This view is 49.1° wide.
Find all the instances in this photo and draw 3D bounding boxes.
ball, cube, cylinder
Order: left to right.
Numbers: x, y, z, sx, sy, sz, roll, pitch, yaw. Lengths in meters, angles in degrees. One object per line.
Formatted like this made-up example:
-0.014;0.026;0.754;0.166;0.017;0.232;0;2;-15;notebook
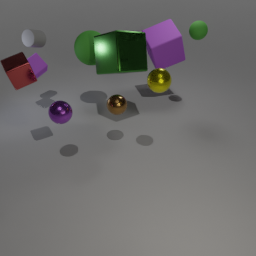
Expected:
-3.234;-1.694;8.321;0.700;0.700;0.700;-28;53;-14;cube
-3.858;-3.679;11.517;0.700;0.700;0.700;14;19;22;cylinder
-3.847;-2.552;11.649;0.700;0.700;0.700;-44;7;-18;cube
-1.995;-0.464;8.281;0.700;0.700;0.700;0;31;0;ball
-1.526;-3.311;11.616;1.400;1.400;1.400;0;31;0;ball
-0.375;-0.792;9.513;0.700;0.700;0.700;0;31;0;ball
-0.269;-2.734;10.318;1.400;1.400;1.400;-13;13;-40;cube
0.891;-1.354;7.988;0.700;0.700;0.700;0;31;0;ball
1.597;-3.690;12.517;1.400;1.400;1.400;-22;53;4;cube
2.678;-3.714;10.659;0.700;0.700;0.700;0;31;0;ball
